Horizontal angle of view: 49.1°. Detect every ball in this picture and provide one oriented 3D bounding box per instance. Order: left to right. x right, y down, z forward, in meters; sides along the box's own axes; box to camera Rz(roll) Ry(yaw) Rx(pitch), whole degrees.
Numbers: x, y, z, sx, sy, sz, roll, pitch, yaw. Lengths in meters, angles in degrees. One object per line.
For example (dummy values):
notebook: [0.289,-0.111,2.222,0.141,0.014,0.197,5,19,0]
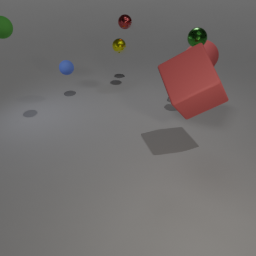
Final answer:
ball: [-4.067,-3.231,8.990,0.700,0.700,0.700,0,30,0]
ball: [-2.940,-2.887,13.387,0.700,0.700,0.700,0,30,0]
ball: [-0.445,-4.145,14.105,0.700,0.700,0.700,0,30,0]
ball: [-0.153,-5.348,14.106,0.700,0.700,0.700,0,30,0]
ball: [2.483,-3.234,10.036,0.700,0.700,0.700,0,30,0]

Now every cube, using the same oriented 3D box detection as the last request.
cube: [1.921,-1.311,8.239,1.400,1.400,1.400,-25,64,19]

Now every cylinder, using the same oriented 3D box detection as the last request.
cylinder: [3.117,-2.987,12.255,1.400,1.400,1.400,14,37,23]
